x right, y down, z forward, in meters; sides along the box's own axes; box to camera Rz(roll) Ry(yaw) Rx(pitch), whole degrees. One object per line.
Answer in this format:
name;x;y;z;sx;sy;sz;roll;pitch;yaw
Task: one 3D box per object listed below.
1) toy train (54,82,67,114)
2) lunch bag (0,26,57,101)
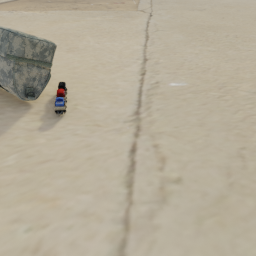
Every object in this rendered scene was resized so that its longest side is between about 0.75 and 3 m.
toy train;-1.937;-0.923;8.157;0.318;0.427;1.866;-1;31;-10
lunch bag;-3.395;-1.935;8.390;2.233;1.873;1.556;24;14;33
